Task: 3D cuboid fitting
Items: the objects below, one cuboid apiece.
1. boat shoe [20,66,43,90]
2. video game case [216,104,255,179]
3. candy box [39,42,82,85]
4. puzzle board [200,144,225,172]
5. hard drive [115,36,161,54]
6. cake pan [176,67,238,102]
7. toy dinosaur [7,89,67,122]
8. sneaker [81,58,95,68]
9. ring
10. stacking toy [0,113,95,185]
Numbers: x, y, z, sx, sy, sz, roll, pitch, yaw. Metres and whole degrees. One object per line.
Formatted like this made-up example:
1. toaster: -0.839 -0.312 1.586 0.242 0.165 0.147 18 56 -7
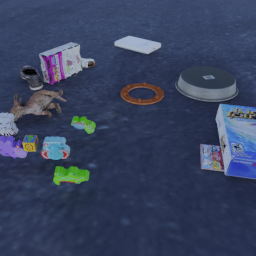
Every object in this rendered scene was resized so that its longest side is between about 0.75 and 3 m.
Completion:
1. boat shoe: -3.770 -2.118 10.872 0.661 0.564 1.978 -19 39 -25
2. video game case: 3.796 0.345 7.194 2.725 0.619 2.470 7 34 7
3. candy box: -2.596 -2.559 10.995 0.515 1.152 1.690 23 40 28
4. puzzle board: 2.241 0.739 7.167 0.737 0.085 0.977 7 35 9
5. hard drive: 0.494 -4.239 14.207 1.972 0.259 1.301 23 41 29
6. cake pan: 2.937 -1.706 10.411 2.288 0.420 2.288 0 35 0
7. toy dinosaur: -2.873 -0.855 8.899 1.310 0.830 1.933 12 31 28
8. sneaker: -1.936 -2.792 12.006 1.049 0.382 0.444 -7 33 -13
9. ring: 0.509 -1.284 10.041 1.565 0.150 1.565 0 34 0
10. stacking toy: -2.328 0.540 7.030 2.940 0.691 2.217 2 36 -1
